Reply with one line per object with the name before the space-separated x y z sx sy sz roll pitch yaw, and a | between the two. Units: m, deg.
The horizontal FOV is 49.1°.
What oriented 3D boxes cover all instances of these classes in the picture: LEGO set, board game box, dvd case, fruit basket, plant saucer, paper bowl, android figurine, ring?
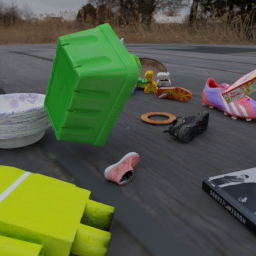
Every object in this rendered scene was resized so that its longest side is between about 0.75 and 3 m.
LEGO set | 0.708 -2.277 12.982 2.680 1.100 1.022 0 43 1
board game box | 2.504 -0.943 5.459 0.852 0.260 1.125 -36 2 -34
dvd case | 2.674 1.212 5.203 2.050 0.254 1.541 -7 21 -19
fruit basket | -0.522 -1.040 6.804 2.793 2.793 2.014 -12 58 -30
plant saucer | 0.850 -2.738 14.361 2.361 0.432 2.361 1 51 -1
paper bowl | -3.150 -0.206 7.718 2.167 1.127 2.167 -1 21 0
android figurine | -1.427 1.176 4.004 2.457 0.505 2.236 16 11 -4
ring | 1.032 -0.321 9.502 1.181 0.113 1.181 -1 21 0

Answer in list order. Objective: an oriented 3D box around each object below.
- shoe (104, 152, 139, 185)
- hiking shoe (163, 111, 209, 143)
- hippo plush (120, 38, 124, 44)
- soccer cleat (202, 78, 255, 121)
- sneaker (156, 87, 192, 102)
shoe | 0.000 0.874 6.001 0.460 0.361 1.011 20 33 39
hiking shoe | 1.785 -0.166 8.285 0.879 0.661 1.746 19 28 34
hippo plush | -0.858 -2.321 13.013 2.646 2.108 2.128 -25 58 -12
soccer cleat | 3.723 -1.049 10.058 0.936 1.073 2.806 -9 22 -24
sneaker | 2.004 -1.520 12.002 1.672 0.610 0.645 16 23 34
